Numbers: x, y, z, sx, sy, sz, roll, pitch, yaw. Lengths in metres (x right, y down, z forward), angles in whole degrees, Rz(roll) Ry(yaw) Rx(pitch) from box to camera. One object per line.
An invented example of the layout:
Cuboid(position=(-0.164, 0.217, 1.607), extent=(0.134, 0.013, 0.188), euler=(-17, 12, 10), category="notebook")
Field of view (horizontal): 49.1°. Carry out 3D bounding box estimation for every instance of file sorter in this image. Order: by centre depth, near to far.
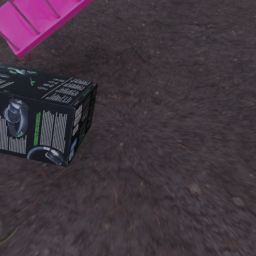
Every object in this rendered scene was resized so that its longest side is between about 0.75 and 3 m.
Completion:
Cuboid(position=(-2.189, -3.275, 6.131), extent=(2.578, 1.617, 1.791), euler=(-39, 61, 0), category="file sorter")

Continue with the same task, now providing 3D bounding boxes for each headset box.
Cuboid(position=(-1.639, -0.334, 4.423), extent=(1.980, 0.919, 1.724), euler=(12, 20, -1), category="headset box")
